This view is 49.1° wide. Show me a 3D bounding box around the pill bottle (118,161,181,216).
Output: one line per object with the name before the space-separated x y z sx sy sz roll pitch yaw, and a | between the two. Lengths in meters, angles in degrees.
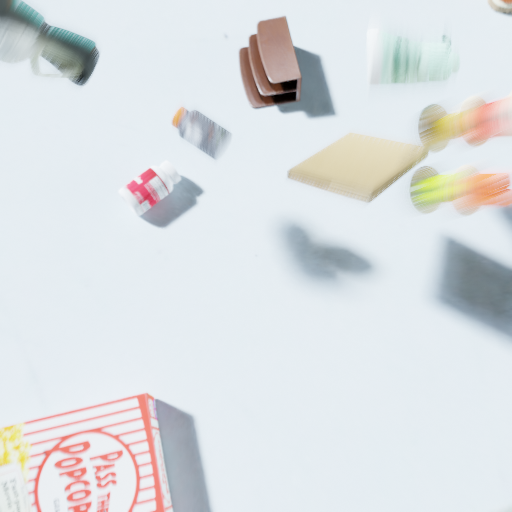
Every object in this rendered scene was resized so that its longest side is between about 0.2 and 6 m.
pill bottle | -1.724 -1.127 9.165 0.947 0.532 0.532 -39 74 -13

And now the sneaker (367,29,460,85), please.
sneaker | 1.897 -2.396 6.721 1.025 1.739 0.640 4 107 21

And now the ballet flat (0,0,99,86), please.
ballet flat | -2.527 -2.433 6.354 0.646 1.899 0.649 9 90 31

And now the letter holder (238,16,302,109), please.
letter holder | 0.188 -3.418 9.943 0.970 0.686 1.364 -10 70 -2

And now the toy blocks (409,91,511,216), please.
toy blocks | 2.764 -1.203 6.617 0.641 1.766 1.472 9 88 -36

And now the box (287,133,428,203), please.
box | 1.296 -1.168 7.088 1.193 0.155 1.459 22 43 35

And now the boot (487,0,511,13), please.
boot | 5.377 -5.381 10.488 1.953 1.047 0.733 -30 71 -12

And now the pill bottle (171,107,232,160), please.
pill bottle | -0.727 -1.626 7.321 0.771 0.409 0.409 34 73 1

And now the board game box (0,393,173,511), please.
board game box | -2.548 3.155 7.525 2.656 0.615 2.012 -13 70 -5
